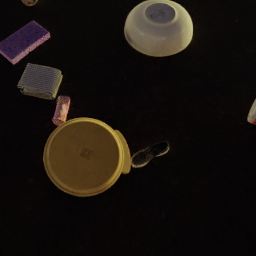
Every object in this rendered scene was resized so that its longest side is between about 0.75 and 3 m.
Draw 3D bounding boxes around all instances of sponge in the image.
[{"bbox_3d":[-3.797,-3.142,10.171,0.977,0.261,1.751,37,68,18],"label":"sponge"}]

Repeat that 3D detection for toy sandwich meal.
[{"bbox_3d":[-1.093,0.750,7.529,2.306,0.790,2.306,4,72,-12],"label":"toy sandwich meal"}]

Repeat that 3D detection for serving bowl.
[{"bbox_3d":[1.136,-3.855,10.221,2.560,0.842,2.560,0,62,1],"label":"serving bowl"}]

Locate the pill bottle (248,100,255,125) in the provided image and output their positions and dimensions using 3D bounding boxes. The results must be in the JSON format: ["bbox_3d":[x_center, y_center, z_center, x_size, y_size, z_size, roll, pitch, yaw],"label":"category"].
[{"bbox_3d":[4.685,-0.295,8.195,1.972,1.107,1.107,25,65,13],"label":"pill bottle"}]

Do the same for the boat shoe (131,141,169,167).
[{"bbox_3d":[0.637,0.720,8.043,1.248,0.413,0.436,-21,64,-11],"label":"boat shoe"}]

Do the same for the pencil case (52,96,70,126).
[{"bbox_3d":[-2.070,-0.555,8.698,0.420,0.420,0.961,3,62,2],"label":"pencil case"}]

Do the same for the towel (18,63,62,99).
[{"bbox_3d":[-2.855,-1.495,9.175,1.203,0.515,0.996,10,64,3],"label":"towel"}]

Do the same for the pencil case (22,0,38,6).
[{"bbox_3d":[-4.116,-5.533,11.253,0.652,0.567,1.459,-24,64,-13],"label":"pencil case"}]
